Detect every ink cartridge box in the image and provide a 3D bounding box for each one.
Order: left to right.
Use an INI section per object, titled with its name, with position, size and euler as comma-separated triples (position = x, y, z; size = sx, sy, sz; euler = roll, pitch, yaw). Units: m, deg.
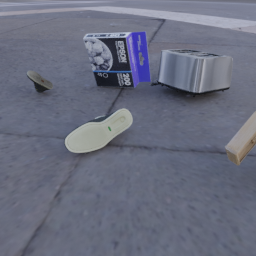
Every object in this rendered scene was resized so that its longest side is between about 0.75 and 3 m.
[ink cartridge box]
position = -0.337, -2.577, 10.857
size = 2.307, 2.286, 0.501
euler = 2, 47, 15

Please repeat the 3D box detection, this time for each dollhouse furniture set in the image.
[dollhouse furniture set]
position = 3.533, 0.926, 5.964
size = 1.118, 1.309, 2.525
euler = -49, 54, -4

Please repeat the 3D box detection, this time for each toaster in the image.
[toaster]
position = 2.451, -2.179, 10.814
size = 2.417, 1.434, 2.185
euler = -13, 27, -34

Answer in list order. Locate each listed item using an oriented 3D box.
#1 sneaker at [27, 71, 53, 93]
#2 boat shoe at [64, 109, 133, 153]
[sneaker]
position = -3.545, -1.728, 10.831
size = 0.621, 1.169, 0.437
euler = -22, 55, 28
[boat shoe]
position = -0.858, 0.110, 7.878
size = 2.157, 0.774, 0.729
euler = -28, 12, -34
